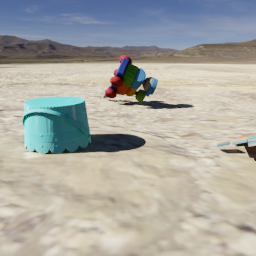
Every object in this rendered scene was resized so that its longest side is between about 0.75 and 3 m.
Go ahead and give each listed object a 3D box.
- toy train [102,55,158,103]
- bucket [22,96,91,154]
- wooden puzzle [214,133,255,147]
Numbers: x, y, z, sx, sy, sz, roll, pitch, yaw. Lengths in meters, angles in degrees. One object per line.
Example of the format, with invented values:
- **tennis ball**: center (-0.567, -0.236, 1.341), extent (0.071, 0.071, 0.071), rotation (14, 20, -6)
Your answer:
- **toy train**: center (0.000, -1.468, 10.924), extent (1.615, 1.181, 2.790), rotation (25, -23, -7)
- **bucket**: center (-1.567, -0.122, 6.168), extent (1.511, 0.983, 1.511), rotation (-1, 16, 0)
- **wooden puzzle**: center (2.824, 0.145, 5.428), extent (2.268, 0.159, 1.345), rotation (-14, -4, 27)
